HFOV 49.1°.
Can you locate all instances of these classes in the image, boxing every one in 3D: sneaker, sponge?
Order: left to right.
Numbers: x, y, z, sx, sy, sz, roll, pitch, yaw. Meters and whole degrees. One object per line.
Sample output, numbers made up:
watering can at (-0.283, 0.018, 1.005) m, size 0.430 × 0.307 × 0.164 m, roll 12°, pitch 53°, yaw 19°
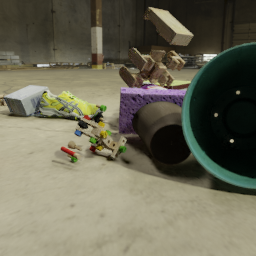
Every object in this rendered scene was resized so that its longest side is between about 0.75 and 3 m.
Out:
sneaker at (-2.266, -0.920, 11.106) m, size 2.619 × 1.001 × 0.987 m, roll 5°, pitch 15°, yaw 2°
sponge at (1.021, -0.436, 8.270) m, size 2.573 × 1.435 × 0.384 m, roll 2°, pitch 33°, yaw -1°

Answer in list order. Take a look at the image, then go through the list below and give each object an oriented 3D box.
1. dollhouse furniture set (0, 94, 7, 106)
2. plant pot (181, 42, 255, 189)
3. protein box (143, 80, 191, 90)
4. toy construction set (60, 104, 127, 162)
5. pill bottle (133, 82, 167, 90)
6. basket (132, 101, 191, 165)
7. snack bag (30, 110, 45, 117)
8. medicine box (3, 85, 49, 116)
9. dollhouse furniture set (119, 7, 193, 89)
dollhouse furniture set at (-6.681, -1.673, 13.976) m, size 1.474 × 1.044 × 1.605 m, roll 8°, pitch 17°, yaw 26°
plant pot at (2.546, -0.220, 5.947) m, size 2.606 × 2.606 × 2.092 m, roll 4°, pitch 2°, yaw 16°
protein box at (1.580, -1.339, 12.148) m, size 1.935 × 1.315 × 1.949 m, roll 12°, pitch 19°, yaw 38°
toy construction set at (-0.697, 0.368, 6.666) m, size 1.106 × 1.201 × 1.440 m, roll 23°, pitch 45°, yaw 28°
pill bottle at (0.762, -0.838, 9.988) m, size 1.466 × 1.466 × 2.608 m, roll -2°, pitch 14°, yaw -8°
basket at (0.966, 0.110, 7.110) m, size 1.609 × 1.213 × 1.784 m, roll -1°, pitch 18°, yaw -3°
snack bag at (-3.436, -0.656, 11.932) m, size 1.175 × 0.126 × 1.108 m, roll 1°, pitch 14°, yaw 2°
medicine box at (-4.235, -1.200, 11.914) m, size 1.486 × 0.765 × 1.353 m, roll 11°, pitch 35°, yaw 40°
dollhouse furniture set at (0.874, -2.607, 9.442) m, size 2.048 × 2.230 × 1.451 m, roll -11°, pitch 55°, yaw -42°
